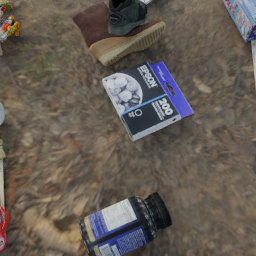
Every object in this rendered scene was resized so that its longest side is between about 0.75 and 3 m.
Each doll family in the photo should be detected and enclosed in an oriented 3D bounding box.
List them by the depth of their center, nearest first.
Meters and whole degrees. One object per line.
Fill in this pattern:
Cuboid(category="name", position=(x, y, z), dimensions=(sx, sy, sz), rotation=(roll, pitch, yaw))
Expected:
Cuboid(category="doll family", position=(-4.103, -3.386, 9.379), dimensions=(0.888, 0.645, 1.431), rotation=(-45, 57, -8))

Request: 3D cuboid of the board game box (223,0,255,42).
Cuboid(category="board game box", position=(4.356, -4.251, 9.420), dimensions=(2.390, 0.737, 2.389), rotation=(-22, 63, -11))

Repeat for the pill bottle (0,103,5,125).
Cuboid(category="pill bottle", position=(-4.371, -0.430, 8.013), dimensions=(1.429, 0.781, 0.781), rotation=(3, 69, 10))

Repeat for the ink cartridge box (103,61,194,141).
Cuboid(category="ink cartridge box", position=(0.617, -0.968, 8.455), dimensions=(2.127, 0.462, 2.107), rotation=(-24, 70, -10))

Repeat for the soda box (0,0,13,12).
Cuboid(category="soda box", position=(-4.604, -4.223, 9.749), dimensions=(1.017, 0.344, 0.325), rotation=(-20, 70, -8))

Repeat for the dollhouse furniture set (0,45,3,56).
Cuboid(category="dollhouse furniture set", position=(-5.251, -2.703, 8.875), dimensions=(2.031, 0.899, 1.053), rotation=(-17, 70, -6))

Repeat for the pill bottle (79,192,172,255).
Cuboid(category="pill bottle", position=(-0.039, 2.362, 6.799), dimensions=(2.056, 1.150, 1.150), rotation=(-21, 71, -8))

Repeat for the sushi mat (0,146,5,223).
Cuboid(category="sushi mat", position=(-3.973, 1.772, 7.569), dimensions=(1.236, 0.156, 2.583), rotation=(-10, 69, -5))

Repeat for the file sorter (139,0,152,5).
Cuboid(category="file sorter", position=(0.458, -5.311, 9.724), dimensions=(1.058, 0.949, 1.525), rotation=(-40, 71, -2))

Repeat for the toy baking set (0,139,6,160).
Cuboid(category="toy baking set", position=(-4.130, 0.693, 7.864), dimensions=(1.389, 0.162, 1.066), rotation=(-5, 63, -8))

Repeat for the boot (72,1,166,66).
Cuboid(category="boot", position=(-0.303, -3.387, 9.069), dimensions=(2.537, 0.918, 2.110), rotation=(-30, 77, -5))

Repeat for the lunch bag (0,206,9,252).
Cuboid(category="lunch bag", position=(-3.689, 2.387, 6.917), dimensions=(1.429, 0.665, 1.623), rotation=(-19, 68, -10))

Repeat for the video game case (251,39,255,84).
Cuboid(category="video game case", position=(5.369, -1.844, 8.859), dimensions=(2.674, 0.306, 2.433), rotation=(4, 69, 2))

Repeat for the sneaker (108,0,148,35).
Cuboid(category="sneaker", position=(0.054, -3.673, 8.362), dimensions=(0.784, 1.175, 2.051), rotation=(20, 44, 22))
